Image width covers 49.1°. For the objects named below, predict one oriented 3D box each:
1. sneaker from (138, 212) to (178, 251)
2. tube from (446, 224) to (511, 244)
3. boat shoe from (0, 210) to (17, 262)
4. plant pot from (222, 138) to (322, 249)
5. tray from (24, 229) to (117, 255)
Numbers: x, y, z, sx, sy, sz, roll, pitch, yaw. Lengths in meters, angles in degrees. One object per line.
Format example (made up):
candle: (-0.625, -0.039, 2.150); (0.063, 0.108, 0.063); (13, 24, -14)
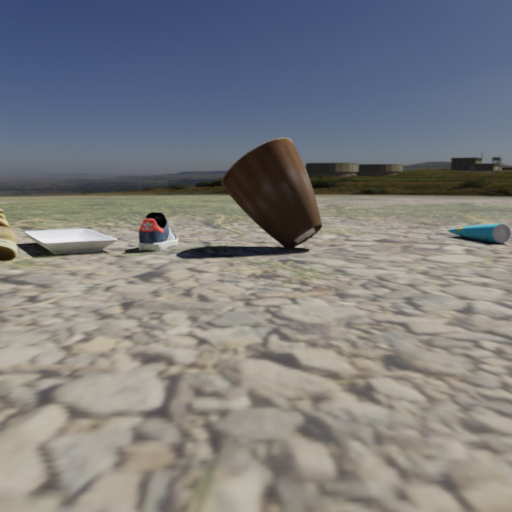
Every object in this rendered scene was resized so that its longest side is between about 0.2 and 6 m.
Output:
sneaker: (-2.096, -0.575, 12.139); (0.685, 0.772, 1.826); (0, 7, 0)
tube: (5.365, -0.554, 13.513); (0.702, 0.457, 1.812); (12, 1, -13)
boat shoe: (-4.380, -0.385, 8.776); (0.969, 0.869, 2.619); (12, -8, -39)
plant pot: (0.525, -1.176, 11.834); (1.785, 1.910, 1.785); (-30, -13, -8)
tray: (-4.049, -0.320, 12.035); (1.436, 0.297, 2.675); (-5, 10, -30)
